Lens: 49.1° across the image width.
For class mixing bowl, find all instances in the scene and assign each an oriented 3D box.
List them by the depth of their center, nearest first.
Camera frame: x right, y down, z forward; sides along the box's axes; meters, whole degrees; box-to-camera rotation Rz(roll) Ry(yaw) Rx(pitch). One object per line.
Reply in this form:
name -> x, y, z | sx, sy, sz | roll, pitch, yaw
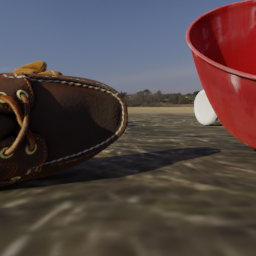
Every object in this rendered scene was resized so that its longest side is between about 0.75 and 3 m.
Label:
mixing bowl -> 1.983, -0.541, 3.311 | 2.528, 1.369, 2.528 | -7, 37, 5

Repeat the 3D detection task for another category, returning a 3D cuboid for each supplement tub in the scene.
supplement tub -> 3.348, -0.744, 9.798 | 1.718, 1.249, 1.249 | -3, 5, -20

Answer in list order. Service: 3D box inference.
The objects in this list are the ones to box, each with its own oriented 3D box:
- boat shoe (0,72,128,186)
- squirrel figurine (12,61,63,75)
boat shoe -> -1.024, 0.039, 1.948 | 2.403, 0.846, 0.845 | -11, 2, -26
squirrel figurine -> -3.114, -0.741, 8.198 | 2.961, 2.096, 2.764 | -15, 19, -22
